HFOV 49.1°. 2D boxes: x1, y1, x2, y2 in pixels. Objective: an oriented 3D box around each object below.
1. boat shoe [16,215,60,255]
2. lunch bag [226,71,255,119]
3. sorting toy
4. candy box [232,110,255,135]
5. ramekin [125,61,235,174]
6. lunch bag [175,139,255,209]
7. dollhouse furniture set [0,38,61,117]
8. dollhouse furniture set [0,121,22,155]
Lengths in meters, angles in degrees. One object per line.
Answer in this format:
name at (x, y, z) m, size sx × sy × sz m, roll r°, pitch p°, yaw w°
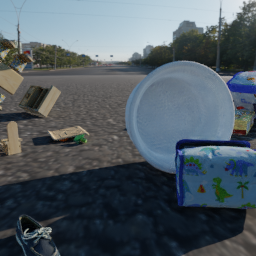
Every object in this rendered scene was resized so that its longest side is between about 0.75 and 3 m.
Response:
boat shoe at (-1.023, 1.228, 3.129) m, size 0.317 × 0.261 × 0.846 m, roll -9°, pitch 16°, yaw -35°
lunch bag at (5.249, -1.215, 10.261) m, size 2.548 × 1.856 × 2.998 m, roll 11°, pitch 9°, yaw 39°
sorting toy at (-1.593, 0.221, 7.642) m, size 1.001 × 0.199 × 1.354 m, roll -8°, pitch 15°, yaw -23°
candy box at (3.377, -0.220, 8.889) m, size 0.988 × 0.473 × 1.712 m, roll 7°, pitch 15°, yaw 29°
ramekin at (0.926, -0.217, 5.584) m, size 2.083 × 2.083 × 1.015 m, roll -3°, pitch 6°, yaw -12°
lunch bag at (1.365, 0.647, 4.409) m, size 1.229 × 0.921 × 1.445 m, roll 1°, pitch 2°, yaw 9°
dollhouse furniture set at (-4.230, -1.670, 10.617) m, size 1.759 × 2.321 × 2.648 m, roll 11°, pitch -21°, yaw 44°
dollhouse furniture set at (-3.634, 0.124, 6.502) m, size 1.831 × 0.894 × 1.562 m, roll 12°, pitch 18°, yaw 42°
